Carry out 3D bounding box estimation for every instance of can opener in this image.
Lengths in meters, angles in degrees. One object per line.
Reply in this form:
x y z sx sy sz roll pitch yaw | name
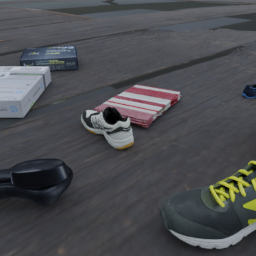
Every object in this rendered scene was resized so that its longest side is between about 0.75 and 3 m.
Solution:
-2.162 0.957 4.935 2.417 0.950 0.766 -8 27 3 | can opener

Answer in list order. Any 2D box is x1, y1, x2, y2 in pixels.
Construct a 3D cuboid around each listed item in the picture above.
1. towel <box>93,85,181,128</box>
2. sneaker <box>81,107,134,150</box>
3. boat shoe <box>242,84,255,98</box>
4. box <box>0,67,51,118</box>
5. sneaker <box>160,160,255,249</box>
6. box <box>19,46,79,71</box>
0.365 -0.752 8.452 1.760 0.278 2.444 15 31 28 | towel
-0.520 -0.222 6.964 0.712 0.825 1.881 -26 37 -34 | sneaker
4.379 -1.301 9.187 1.324 0.454 0.557 -17 34 -27 | boat shoe
-3.979 -1.253 8.959 2.294 0.606 2.942 0 29 1 | box
1.909 0.976 4.462 2.919 1.235 1.087 -7 30 -11 | sneaker
-3.294 -2.969 11.938 2.296 0.586 1.811 -6 32 -9 | box
